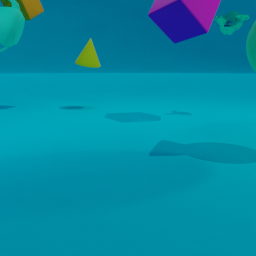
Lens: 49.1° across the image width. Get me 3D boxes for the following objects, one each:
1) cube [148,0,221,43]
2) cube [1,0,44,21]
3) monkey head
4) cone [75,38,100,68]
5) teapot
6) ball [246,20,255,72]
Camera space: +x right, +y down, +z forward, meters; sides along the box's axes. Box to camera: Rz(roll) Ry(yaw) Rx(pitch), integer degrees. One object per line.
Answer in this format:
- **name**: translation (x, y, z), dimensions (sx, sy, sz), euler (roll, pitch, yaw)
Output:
- **cube**: translation (1.594, -3.403, 7.902), dimensions (1.267, 1.267, 1.267), euler (35, -20, -31)
- **cube**: translation (-3.718, -4.345, 9.871), dimensions (0.891, 0.891, 0.891), euler (1, 40, 25)
- **monkey head**: translation (3.132, -3.363, 8.684), dimensions (0.842, 0.705, 1.170), euler (34, 6, -28)
- **cone**: translation (-1.450, -2.865, 10.488), dimensions (0.971, 0.975, 0.971), euler (9, 24, -4)
- **teapot**: translation (-2.775, -2.379, 6.346), dimensions (0.699, 1.427, 0.887), euler (20, 10, -14)
- **ball**: translation (2.675, -1.392, 4.571), dimensions (1.374, 1.374, 1.374), euler (0, 12, 0)
